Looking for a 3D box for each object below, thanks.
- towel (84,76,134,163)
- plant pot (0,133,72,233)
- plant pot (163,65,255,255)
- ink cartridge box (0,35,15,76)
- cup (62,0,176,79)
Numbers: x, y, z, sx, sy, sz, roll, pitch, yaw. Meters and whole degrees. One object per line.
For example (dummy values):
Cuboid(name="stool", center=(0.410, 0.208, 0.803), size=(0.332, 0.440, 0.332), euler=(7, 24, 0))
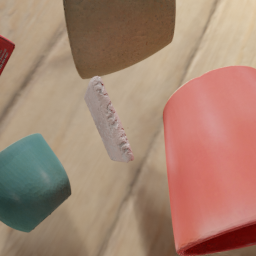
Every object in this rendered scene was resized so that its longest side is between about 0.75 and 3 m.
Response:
Cuboid(name="towel", center=(-0.295, -0.063, 3.939), size=(0.183, 1.085, 1.136), euler=(-24, 90, -14))
Cuboid(name="plant pot", center=(-1.600, 0.957, 4.516), size=(1.400, 1.400, 1.123), euler=(-41, 86, -15))
Cuboid(name="plant pot", center=(1.698, 0.477, 4.324), size=(2.577, 2.577, 2.280), euler=(-9, 58, -4))
Cuboid(name="ink cartridge box", center=(-3.730, -1.453, 5.123), size=(1.028, 2.482, 1.822), euler=(34, 96, 45))
Cuboid(name="cup", center=(-0.073, -2.301, 5.469), size=(1.851, 2.588, 2.588), euler=(-3, 67, 2))
